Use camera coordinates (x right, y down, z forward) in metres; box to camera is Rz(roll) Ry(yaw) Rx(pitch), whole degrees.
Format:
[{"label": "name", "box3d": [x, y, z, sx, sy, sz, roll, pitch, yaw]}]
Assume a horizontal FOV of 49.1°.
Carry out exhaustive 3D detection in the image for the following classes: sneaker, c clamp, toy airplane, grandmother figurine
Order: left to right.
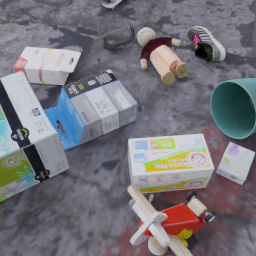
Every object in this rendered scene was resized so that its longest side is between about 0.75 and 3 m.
[{"label": "c clamp", "box3d": [-0.379, -3.332, 10.069, 1.527, 1.305, 0.207, -21, 65, -18]}, {"label": "grandmother figurine", "box3d": [1.091, -2.675, 9.772, 1.624, 0.811, 2.677, -26, 52, -6]}, {"label": "toy airplane", "box3d": [0.758, 2.102, 5.682, 1.943, 1.377, 1.952, 25, 24, -3]}, {"label": "sneaker", "box3d": [2.673, -3.051, 10.198, 0.823, 0.694, 1.881, -21, 59, -23]}]

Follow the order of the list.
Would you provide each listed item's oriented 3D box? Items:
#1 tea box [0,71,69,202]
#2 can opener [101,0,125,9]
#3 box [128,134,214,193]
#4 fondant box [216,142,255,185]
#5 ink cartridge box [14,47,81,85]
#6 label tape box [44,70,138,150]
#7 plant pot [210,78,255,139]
[{"label": "tea box", "box3d": [-3.158, 0.250, 6.974, 2.408, 1.635, 2.448, -27, 57, -18]}, {"label": "can opener", "box3d": [-0.394, -5.990, 12.576, 0.579, 0.731, 2.198, 24, 51, 19]}, {"label": "box", "box3d": [0.991, 0.885, 6.909, 1.895, 0.960, 1.066, -5, 52, -4]}, {"label": "fondant box", "box3d": [2.821, 0.909, 7.332, 0.692, 0.279, 0.959, 24, 55, 18]}, {"label": "ink cartridge box", "box3d": [-2.618, -2.078, 9.451, 1.977, 0.667, 1.152, 6, 52, 7]}, {"label": "label tape box", "box3d": [-1.163, -0.591, 8.201, 2.404, 0.795, 1.722, -23, 55, -18]}, {"label": "plant pot", "box3d": [3.354, -0.643, 7.804, 1.299, 1.619, 1.619, -17, 53, -23]}]
